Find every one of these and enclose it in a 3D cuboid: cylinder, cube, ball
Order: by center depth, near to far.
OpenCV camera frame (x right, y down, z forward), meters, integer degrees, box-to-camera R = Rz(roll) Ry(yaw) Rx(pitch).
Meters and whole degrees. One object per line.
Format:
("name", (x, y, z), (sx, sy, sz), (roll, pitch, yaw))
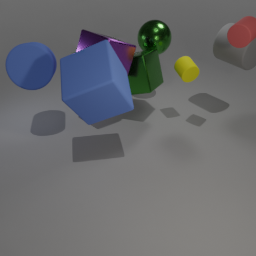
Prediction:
("cube", (-0.815, -1.154, 7.413), (1.400, 1.400, 1.400), (-18, 59, 14))
("cylinder", (3.353, -2.776, 8.103), (0.700, 0.700, 0.700), (25, 50, 34))
("cylinder", (-3.063, -2.032, 9.045), (1.400, 1.400, 1.400), (-6, 19, -9))
("cube", (-0.817, -2.412, 9.640), (1.400, 1.400, 1.400), (30, 22, 35))
("cylinder", (2.152, -2.155, 10.284), (0.700, 0.700, 0.700), (-10, 49, -16))
("cylinder", (4.198, -3.072, 10.546), (1.400, 1.400, 1.400), (-21, 42, -30))
("cube", (0.396, -2.166, 10.901), (1.400, 1.400, 1.400), (-2, 23, 30))
("ball", (1.086, -3.705, 11.513), (1.400, 1.400, 1.400), (0, 32, 0))
